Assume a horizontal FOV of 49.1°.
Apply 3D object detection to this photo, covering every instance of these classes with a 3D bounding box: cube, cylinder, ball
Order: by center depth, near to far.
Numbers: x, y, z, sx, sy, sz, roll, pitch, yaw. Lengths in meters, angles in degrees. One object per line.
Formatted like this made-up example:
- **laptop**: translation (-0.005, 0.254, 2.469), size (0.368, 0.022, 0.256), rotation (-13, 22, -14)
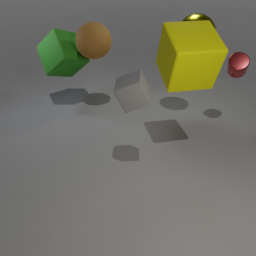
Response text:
- **cube**: translation (0.130, -0.923, 7.042), size (0.700, 0.700, 0.700), rotation (-17, 35, 17)
- **cube**: translation (1.719, -2.025, 7.947), size (1.400, 1.400, 1.400), rotation (-6, 53, -10)
- **cylinder**: translation (3.949, -2.252, 10.067), size (0.700, 0.700, 0.700), rotation (10, -13, 17)
- **ball**: translation (2.456, -3.388, 10.113), size (1.400, 1.400, 1.400), rotation (0, 29, 0)
- **ball**: translation (-1.342, -3.397, 10.930), size (1.400, 1.400, 1.400), rotation (0, 29, 0)
- **cube**: translation (-2.744, -3.131, 11.884), size (1.400, 1.400, 1.400), rotation (-29, -12, 37)
